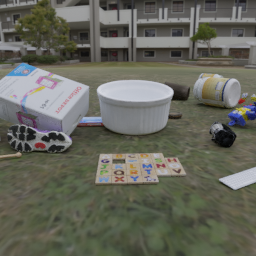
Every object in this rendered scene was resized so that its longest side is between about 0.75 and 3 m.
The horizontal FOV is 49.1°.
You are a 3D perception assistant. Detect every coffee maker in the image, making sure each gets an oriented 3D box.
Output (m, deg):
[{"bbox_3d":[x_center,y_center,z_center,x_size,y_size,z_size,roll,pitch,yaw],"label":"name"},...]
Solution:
[{"bbox_3d":[3.233,0.214,9.259,0.903,0.633,0.941,2,17,4],"label":"coffee maker"}]

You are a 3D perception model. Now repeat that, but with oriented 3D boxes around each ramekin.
[{"bbox_3d":[0.265,-0.854,11.035,2.925,1.426,2.925,1,24,0],"label":"ramekin"}]

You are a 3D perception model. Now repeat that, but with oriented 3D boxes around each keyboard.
[{"bbox_3d":[2.977,1.179,6.815,1.696,0.090,0.477,-9,18,-29],"label":"keyboard"}]

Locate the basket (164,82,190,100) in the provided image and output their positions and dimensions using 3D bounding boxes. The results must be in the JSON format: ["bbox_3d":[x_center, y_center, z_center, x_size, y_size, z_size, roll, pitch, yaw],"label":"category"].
[{"bbox_3d":[3.044,-2.269,17.489,1.488,1.012,1.341,12,-7,20],"label":"basket"}]

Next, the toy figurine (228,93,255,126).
[{"bbox_3d":[4.916,-0.362,11.333,1.570,1.383,2.621,-31,17,-4],"label":"toy figurine"}]

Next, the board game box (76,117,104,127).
[{"bbox_3d":[-1.923,-0.265,11.778,1.922,0.187,0.989,-1,14,-3],"label":"board game box"}]

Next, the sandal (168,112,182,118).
[{"bbox_3d":[1.528,-0.731,12.803,1.924,0.525,0.786,1,16,3],"label":"sandal"}]

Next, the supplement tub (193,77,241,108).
[{"bbox_3d":[4.836,-1.980,15.337,1.545,1.545,2.140,-14,21,-41],"label":"supplement tub"}]

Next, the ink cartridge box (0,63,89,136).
[{"bbox_3d":[-3.014,-0.952,9.853,2.803,1.186,2.026,21,46,8],"label":"ink cartridge box"}]

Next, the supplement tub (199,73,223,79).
[{"bbox_3d":[6.450,-3.607,21.820,1.641,1.187,1.187,14,21,40],"label":"supplement tub"}]

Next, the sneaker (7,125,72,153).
[{"bbox_3d":[-2.776,0.388,8.830,2.042,0.823,0.852,10,1,4],"label":"sneaker"}]

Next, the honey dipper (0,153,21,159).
[{"bbox_3d":[-3.691,0.830,7.834,1.337,0.254,0.254,-6,17,-29],"label":"honey dipper"}]

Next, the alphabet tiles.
[{"bbox_3d":[0.313,1.026,7.378,2.218,0.084,1.854,-1,15,-2],"label":"alphabet tiles"}]
